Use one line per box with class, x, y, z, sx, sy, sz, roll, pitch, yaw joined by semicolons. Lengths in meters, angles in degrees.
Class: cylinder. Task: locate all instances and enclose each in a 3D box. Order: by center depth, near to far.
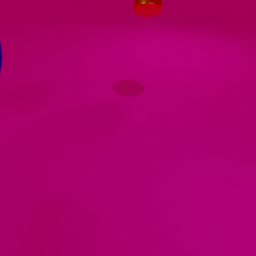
cylinder;0.651;-4.313;9.196;0.964;0.964;0.964;1;-3;0

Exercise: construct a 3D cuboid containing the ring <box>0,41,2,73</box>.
ring;-2.240;-1.023;4.329;0.221;1.105;1.105;10;36;-5
